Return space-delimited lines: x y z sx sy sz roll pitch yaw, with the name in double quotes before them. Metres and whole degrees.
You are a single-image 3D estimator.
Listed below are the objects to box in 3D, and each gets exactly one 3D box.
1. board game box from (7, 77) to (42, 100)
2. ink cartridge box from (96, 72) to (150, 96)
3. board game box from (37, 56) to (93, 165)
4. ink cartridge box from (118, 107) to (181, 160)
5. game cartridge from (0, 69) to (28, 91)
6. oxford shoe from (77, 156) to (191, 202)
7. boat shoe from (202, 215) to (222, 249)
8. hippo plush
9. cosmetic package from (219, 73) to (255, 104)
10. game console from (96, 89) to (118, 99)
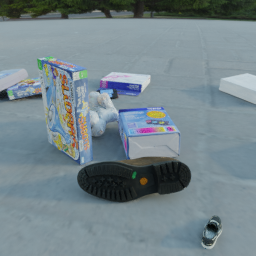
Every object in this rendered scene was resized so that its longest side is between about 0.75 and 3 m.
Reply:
"board game box" -4.275 -1.973 13.054 2.459 0.424 1.665 -14 25 -14
"ink cartridge box" -0.192 -2.257 13.982 2.177 0.480 2.217 8 27 16
"board game box" -1.776 -0.511 7.983 0.469 2.721 1.842 -23 34 -37
"ink cartridge box" 0.555 0.028 8.990 1.599 0.895 2.344 -4 25 -8
"game cartridge" -6.094 -2.025 12.762 1.881 0.587 2.825 1 30 38
"oxford shoe" 0.107 1.184 6.879 2.645 0.961 1.116 -1 7 -1
"boat shoe" 1.721 2.035 5.652 0.331 0.264 0.876 12 29 22
"hippo plush" -1.058 -0.312 9.612 1.275 1.601 1.287 -3 43 49
"cosmetic package" 5.792 -1.819 12.894 1.861 0.638 2.469 -12 29 -26
"game console" -0.963 -1.553 12.838 0.973 0.151 0.860 -6 31 -6
